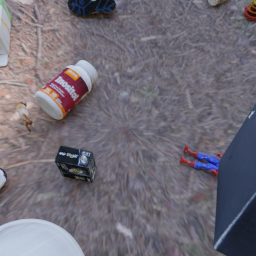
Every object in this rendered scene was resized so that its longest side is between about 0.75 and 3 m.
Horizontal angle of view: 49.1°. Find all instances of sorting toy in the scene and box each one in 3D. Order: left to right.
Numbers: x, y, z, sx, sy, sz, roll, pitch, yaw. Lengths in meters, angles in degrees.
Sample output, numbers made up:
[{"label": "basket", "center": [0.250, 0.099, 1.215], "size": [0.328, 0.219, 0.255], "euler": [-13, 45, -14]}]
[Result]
[{"label": "sorting toy", "center": [4.641, -4.262, 9.642], "size": [0.849, 0.580, 1.413], "euler": [36, 65, 19]}]

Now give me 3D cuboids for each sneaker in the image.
[{"label": "sneaker", "center": [-1.224, -4.260, 9.714], "size": [1.739, 0.658, 0.670], "euler": [5, 31, 6]}]

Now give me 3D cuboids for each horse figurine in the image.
[{"label": "horse figurine", "center": [-2.638, -0.315, 7.206], "size": [0.266, 0.706, 1.066], "euler": [-25, 62, -13]}]

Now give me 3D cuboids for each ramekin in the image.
[{"label": "ramekin", "center": [-1.792, 2.951, 5.005], "size": [2.395, 1.115, 2.395], "euler": [0, 60, 0]}]

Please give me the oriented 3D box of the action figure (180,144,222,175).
[{"label": "action figure", "center": [2.117, 0.901, 6.674], "size": [1.686, 0.436, 0.552], "euler": [21, 59, 9]}]

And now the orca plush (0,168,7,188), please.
[{"label": "orca plush", "center": [-4.067, 1.544, 6.213], "size": [2.662, 0.946, 1.400], "euler": [-39, 111, -16]}]

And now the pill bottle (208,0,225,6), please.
[{"label": "pill bottle", "center": [3.300, -4.736, 9.990], "size": [0.832, 0.474, 0.474], "euler": [-30, 64, -17]}]

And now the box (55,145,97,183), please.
[{"label": "box", "center": [-1.160, 0.842, 6.379], "size": [0.759, 0.926, 0.399], "euler": [11, 59, 6]}]

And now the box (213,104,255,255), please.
[{"label": "box", "center": [1.862, 0.725, 2.711], "size": [1.728, 1.015, 1.700], "euler": [28, 25, 8]}]

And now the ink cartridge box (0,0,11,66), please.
[{"label": "ink cartridge box", "center": [-4.510, -2.974, 8.735], "size": [1.396, 0.802, 2.384], "euler": [-9, 60, -6]}]

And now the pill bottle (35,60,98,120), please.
[{"label": "pill bottle", "center": [-1.598, -1.072, 7.527], "size": [0.918, 0.918, 1.625], "euler": [33, 65, 18]}]
